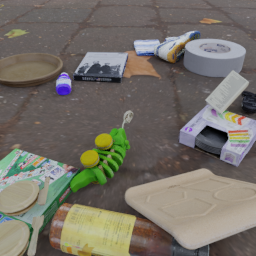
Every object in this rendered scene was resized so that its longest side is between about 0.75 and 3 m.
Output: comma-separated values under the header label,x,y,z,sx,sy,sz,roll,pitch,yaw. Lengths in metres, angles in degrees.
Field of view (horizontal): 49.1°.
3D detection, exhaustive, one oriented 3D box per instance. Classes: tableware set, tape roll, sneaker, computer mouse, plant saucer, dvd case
label,x,y,z,sx,sy,sz,roll,pitch,yaw
tableware set,-2.082,1.709,5.119,1.253,0.380,1.896,-9,31,-1
tape roll,3.762,-3.135,12.344,2.550,0.842,2.550,0,34,0
sneaker,2.401,-4.093,13.498,1.290,1.102,2.927,26,42,32
computer mouse,4.399,-0.781,9.440,1.147,0.376,1.633,11,28,15
plant saucer,-4.216,-2.442,11.721,2.952,0.435,2.952,1,35,0
dvd case,-1.091,-2.701,12.179,1.963,0.323,2.612,3,35,5

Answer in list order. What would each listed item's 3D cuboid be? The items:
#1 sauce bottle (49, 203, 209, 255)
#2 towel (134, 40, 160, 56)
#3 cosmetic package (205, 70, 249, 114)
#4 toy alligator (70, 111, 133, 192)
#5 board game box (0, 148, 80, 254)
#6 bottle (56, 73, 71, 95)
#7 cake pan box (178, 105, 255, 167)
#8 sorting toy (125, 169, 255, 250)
label,x,y,z,sx,sy,sz,roll,pitch,yaw
sauce bottle,0.008,1.994,4.958,2.715,0.896,0.896,8,36,12
towel,1.050,-4.126,14.310,1.401,0.227,1.907,-3,35,-3
cosmetic package,2.869,-1.022,8.136,0.597,1.154,0.422,45,10,18
toy alligator,-0.329,0.528,6.809,0.742,0.811,2.736,17,51,28
board game box,-2.563,1.626,5.895,1.936,0.419,2.877,14,37,20
bottle,-2.441,-1.717,10.681,0.539,0.422,1.291,-5,35,-7
cake pan box,2.618,0.147,7.970,1.752,0.498,1.902,23,42,33
sorting toy,1.394,1.447,5.443,2.323,0.458,2.509,-11,7,-19
